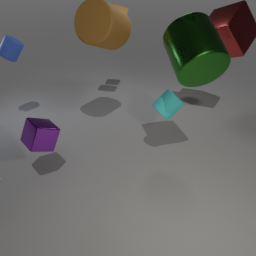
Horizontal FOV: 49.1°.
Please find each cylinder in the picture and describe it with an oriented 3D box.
[{"bbox_3d":[1.235,-0.721,8.594,0.700,0.700,0.700,42,13,-12],"label":"cylinder"},{"bbox_3d":[-0.801,-3.348,9.170,1.400,1.400,1.400,14,13,23],"label":"cylinder"},{"bbox_3d":[1.779,-2.042,7.423,1.400,1.400,1.400,-8,63,-14],"label":"cylinder"},{"bbox_3d":[-4.169,-2.825,9.961,0.700,0.700,0.700,31,15,-9],"label":"cylinder"}]

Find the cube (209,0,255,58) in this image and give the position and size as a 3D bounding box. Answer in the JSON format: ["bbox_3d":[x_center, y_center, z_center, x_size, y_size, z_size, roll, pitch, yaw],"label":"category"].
[{"bbox_3d":[3.743,-3.587,10.459,1.400,1.400,1.400,-54,30,-17],"label":"cube"}]

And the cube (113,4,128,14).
[{"bbox_3d":[-0.436,-4.786,12.074,0.700,0.700,0.700,15,48,-7],"label":"cube"}]

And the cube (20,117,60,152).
[{"bbox_3d":[-2.384,0.184,7.602,0.700,0.700,0.700,4,22,-47],"label":"cube"}]
